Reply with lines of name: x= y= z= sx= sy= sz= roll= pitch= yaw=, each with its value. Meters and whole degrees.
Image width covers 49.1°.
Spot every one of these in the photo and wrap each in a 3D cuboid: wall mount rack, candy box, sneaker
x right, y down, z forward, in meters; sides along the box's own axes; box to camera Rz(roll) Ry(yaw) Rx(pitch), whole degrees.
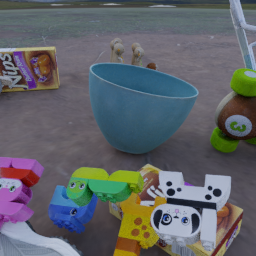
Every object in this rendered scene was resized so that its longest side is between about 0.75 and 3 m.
wall mount rack: x=2.571 y=-1.527 z=5.163 sx=0.926 sy=2.484 sz=2.158 roll=-16 pitch=47 yaw=26
candy box: x=0.656 y=1.256 z=4.215 sx=1.743 sy=0.492 sz=1.017 roll=21 pitch=35 yaw=37
sneaker: x=-1.120 y=1.669 z=3.249 sx=2.126 sy=0.786 sz=0.843 roll=10 pitch=38 yaw=31
candy box: x=-3.602 y=-1.987 z=9.529 sx=2.344 sy=1.367 sz=0.662 roll=-5 pitch=26 yaw=-8

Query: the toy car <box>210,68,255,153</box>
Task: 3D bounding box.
toy car: x=2.925 y=0.077 z=5.377 sx=1.706 sy=1.776 sz=2.162 roll=-12 pitch=42 yaw=-22

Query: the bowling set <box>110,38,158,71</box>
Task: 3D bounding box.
bowling set: x=0.226 y=-2.787 z=10.959 sx=1.896 sy=1.462 sz=2.724 roll=-5 pitch=28 yaw=-9

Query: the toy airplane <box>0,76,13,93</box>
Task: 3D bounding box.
toy airplane: x=-4.852 y=-1.461 z=8.580 sx=1.870 sy=1.319 sz=1.862 roll=-3 pitch=-8 yaw=22

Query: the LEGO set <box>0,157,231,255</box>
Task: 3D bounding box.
LEGO set: x=-0.355 y=1.252 z=3.407 sx=2.991 sy=1.141 sz=1.227 roll=1 pitch=54 yaw=20

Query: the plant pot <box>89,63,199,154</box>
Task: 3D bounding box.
plant pot: x=0.183 y=-0.354 z=6.007 sx=2.243 sy=1.510 sz=2.243 roll=11 pitch=24 yaw=-5
